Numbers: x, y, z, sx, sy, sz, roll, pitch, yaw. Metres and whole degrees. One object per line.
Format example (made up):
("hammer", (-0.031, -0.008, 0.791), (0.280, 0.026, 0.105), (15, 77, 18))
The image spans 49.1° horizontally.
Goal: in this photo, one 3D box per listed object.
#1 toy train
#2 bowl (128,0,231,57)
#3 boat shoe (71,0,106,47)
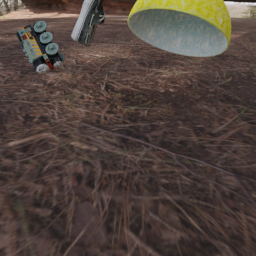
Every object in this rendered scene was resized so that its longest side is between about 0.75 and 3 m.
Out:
("toy train", (-2.711, -2.496, 8.680), (1.029, 0.770, 1.806), (-29, 70, -4))
("bowl", (1.566, -3.249, 7.757), (2.869, 1.544, 2.869), (18, -2, 1))
("boat shoe", (-1.231, -4.138, 10.281), (0.890, 2.511, 0.905), (31, 42, -6))
